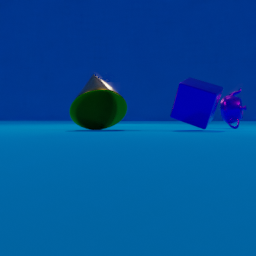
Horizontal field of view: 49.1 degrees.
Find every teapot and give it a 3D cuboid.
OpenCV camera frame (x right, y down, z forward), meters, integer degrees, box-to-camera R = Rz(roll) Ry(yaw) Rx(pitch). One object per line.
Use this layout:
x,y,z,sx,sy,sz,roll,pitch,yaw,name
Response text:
2.847,-0.540,7.512,0.615,1.256,0.781,-5,-30,30,teapot

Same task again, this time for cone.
-0.749,-0.848,6.561,1.277,1.281,1.277,-8,-39,-6,cone

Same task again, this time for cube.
1.466,-0.549,5.971,0.786,0.786,0.786,21,26,20,cube
